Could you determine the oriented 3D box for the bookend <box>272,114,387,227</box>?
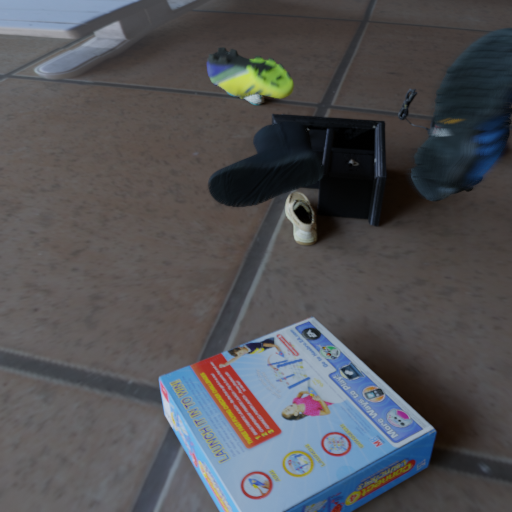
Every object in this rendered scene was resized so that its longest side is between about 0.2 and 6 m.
[{"bbox_3d":[1.548,-2.101,13.113,2.809,1.294,2.792,6,38,8],"label":"bookend"}]

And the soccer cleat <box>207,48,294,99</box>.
[{"bbox_3d":[-0.095,-3.393,10.870,2.068,0.865,0.669,29,57,29],"label":"soccer cleat"}]

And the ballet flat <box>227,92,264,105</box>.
[{"bbox_3d":[-0.336,-5.307,17.867,0.605,0.605,1.685,-29,45,-32],"label":"ballet flat"}]

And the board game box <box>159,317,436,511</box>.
[{"bbox_3d":[0.444,2.251,7.642,2.684,0.766,2.741,-18,35,-24],"label":"board game box"}]

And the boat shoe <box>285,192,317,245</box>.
[{"bbox_3d":[1.006,-0.961,12.219,0.643,0.579,1.782,-2,38,-3],"label":"boat shoe"}]

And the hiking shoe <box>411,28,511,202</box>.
[{"bbox_3d":[3.485,-2.192,8.812,1.260,2.905,1.081,-13,53,-27],"label":"hiking shoe"}]

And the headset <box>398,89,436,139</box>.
[{"bbox_3d":[5.153,-3.465,14.869,2.766,1.300,1.708,20,40,7],"label":"headset"}]

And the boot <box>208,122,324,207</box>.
[{"bbox_3d":[0.120,-1.865,11.069,2.238,0.855,1.880,-14,33,0],"label":"boot"}]
